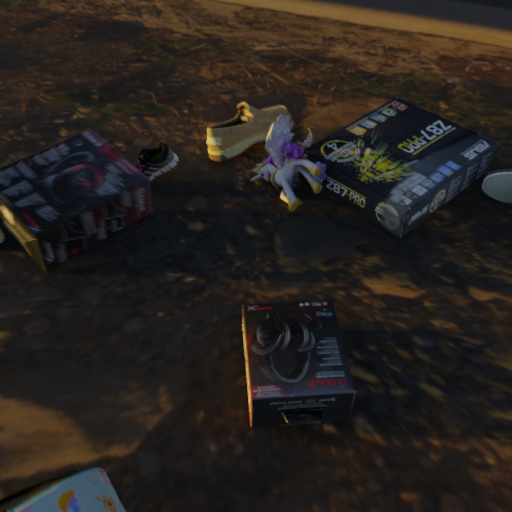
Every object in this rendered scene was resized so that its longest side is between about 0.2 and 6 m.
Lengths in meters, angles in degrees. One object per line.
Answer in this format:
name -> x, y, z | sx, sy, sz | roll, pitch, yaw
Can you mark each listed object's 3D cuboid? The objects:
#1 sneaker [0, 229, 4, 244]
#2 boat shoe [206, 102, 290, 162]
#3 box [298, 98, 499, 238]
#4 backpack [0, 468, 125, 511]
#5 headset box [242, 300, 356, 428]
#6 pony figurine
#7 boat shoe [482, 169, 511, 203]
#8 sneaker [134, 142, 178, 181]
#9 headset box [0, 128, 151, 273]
sneaker -> -6.312, -1.081, 11.822 | 2.388, 1.409, 0.879 | 31, 49, 28
boat shoe -> -0.148, -3.467, 14.534 | 1.014, 1.078, 2.831 | 17, 42, 38
box -> 3.404, -2.276, 13.461 | 3.837, 0.942, 3.092 | -32, 55, -30
backpack -> -2.505, 3.607, 6.274 | 2.452, 2.155, 1.879 | -31, 67, -29
headset box -> 0.629, 1.791, 9.148 | 1.608, 0.834, 2.161 | -3, 41, -3
pony figurine -> 0.779, -2.102, 12.868 | 1.536, 1.781, 1.845 | 17, 22, -50
boat shoe -> 6.228, -1.682, 12.982 | 2.180, 0.824, 0.658 | 9, 43, -8
sneaker -> -2.677, -2.140, 13.310 | 1.677, 0.734, 0.619 | -34, 56, -11
headset box -> -3.885, -1.359, 12.076 | 3.012, 1.130, 2.239 | -35, 62, -30
